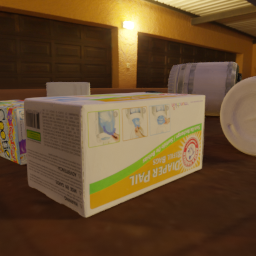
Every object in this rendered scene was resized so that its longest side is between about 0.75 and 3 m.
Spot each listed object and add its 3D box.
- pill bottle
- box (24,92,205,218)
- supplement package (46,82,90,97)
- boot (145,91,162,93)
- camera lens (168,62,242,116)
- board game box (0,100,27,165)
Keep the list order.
[{"bbox_3d":[3.691,-0.365,6.693,2.847,1.704,1.704,-7,12,-39],"label":"pill bottle"},{"bbox_3d":[-0.065,0.155,4.605,1.518,1.368,2.699,10,14,44],"label":"box"},{"bbox_3d":[-3.490,-1.974,16.526,2.439,1.426,1.431,-1,10,-10],"label":"supplement package"},{"bbox_3d":[1.246,-0.642,9.934,2.405,0.958,2.917,11,14,8],"label":"boot"},{"bbox_3d":[3.462,-1.721,12.475,2.921,2.337,2.337,4,11,23],"label":"camera lens"},{"bbox_3d":[-2.428,-0.009,6.271,2.126,1.115,1.095,8,14,43],"label":"board game box"}]
